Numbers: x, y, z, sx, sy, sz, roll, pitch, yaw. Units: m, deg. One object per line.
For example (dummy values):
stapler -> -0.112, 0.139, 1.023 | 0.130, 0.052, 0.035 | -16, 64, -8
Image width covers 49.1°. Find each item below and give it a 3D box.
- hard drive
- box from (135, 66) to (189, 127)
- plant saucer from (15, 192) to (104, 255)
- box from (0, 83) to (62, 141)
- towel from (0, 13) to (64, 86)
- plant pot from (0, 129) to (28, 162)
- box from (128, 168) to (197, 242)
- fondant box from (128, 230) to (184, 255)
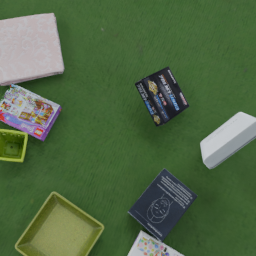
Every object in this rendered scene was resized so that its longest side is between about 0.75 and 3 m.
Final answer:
hard drive -> 3.059, 0.275, 8.607 | 1.806, 2.737, 0.365 | -40, 87, 14
box -> 1.236, -1.142, 9.835 | 1.687, 0.422, 1.700 | -31, 96, -38
plant saucer -> -2.173, 3.529, 9.152 | 2.116, 0.507, 2.113 | 32, 77, 8
box -> -3.706, -0.592, 10.318 | 2.084, 0.407, 1.426 | 25, 76, 7
towel -> -3.946, -3.134, 10.998 | 2.595, 0.438, 2.717 | -11, 75, -4
plant pot -> -4.012, 0.663, 9.631 | 1.014, 0.925, 1.019 | 9, 75, -14
box -> 1.099, 2.489, 9.178 | 1.371, 0.989, 1.848 | 40, 78, 10
fondant box -> 0.995, 4.509, 8.823 | 2.183, 0.636, 1.575 | 29, 77, 7
